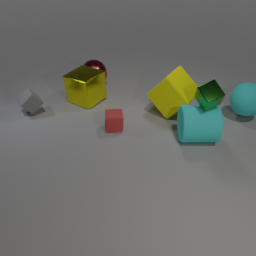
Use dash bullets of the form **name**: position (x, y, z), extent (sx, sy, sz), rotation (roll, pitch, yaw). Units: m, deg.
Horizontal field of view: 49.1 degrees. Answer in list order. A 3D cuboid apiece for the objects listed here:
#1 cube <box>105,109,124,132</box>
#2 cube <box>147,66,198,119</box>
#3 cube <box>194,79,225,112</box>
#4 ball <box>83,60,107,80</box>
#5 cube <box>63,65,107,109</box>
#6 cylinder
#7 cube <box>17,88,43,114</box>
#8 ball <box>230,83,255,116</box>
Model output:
- **cube**: position (-0.562, -0.305, 11.331), extent (0.700, 0.700, 0.700), rotation (-2, 36, -6)
- **cube**: position (1.951, -1.520, 12.005), extent (1.400, 1.400, 1.400), rotation (49, 47, -2)
- **cube**: position (2.831, -1.125, 9.755), extent (0.700, 0.700, 0.700), rotation (-24, 67, -6)
- **ball**: position (-1.796, -2.894, 14.786), extent (1.400, 1.400, 1.400), rotation (0, 33, 0)
- **cube**: position (-1.999, -1.957, 13.225), extent (1.400, 1.400, 1.400), rotation (20, 42, 28)
- **cylinder**: position (2.648, -0.157, 10.492), extent (1.400, 1.400, 1.400), rotation (0, 33, 0)
- **cube**: position (-4.261, -1.176, 12.206), extent (0.700, 0.700, 0.700), rotation (-46, 47, 1)
- **ball**: position (5.001, -1.197, 11.732), extent (1.400, 1.400, 1.400), rotation (0, 33, 0)
